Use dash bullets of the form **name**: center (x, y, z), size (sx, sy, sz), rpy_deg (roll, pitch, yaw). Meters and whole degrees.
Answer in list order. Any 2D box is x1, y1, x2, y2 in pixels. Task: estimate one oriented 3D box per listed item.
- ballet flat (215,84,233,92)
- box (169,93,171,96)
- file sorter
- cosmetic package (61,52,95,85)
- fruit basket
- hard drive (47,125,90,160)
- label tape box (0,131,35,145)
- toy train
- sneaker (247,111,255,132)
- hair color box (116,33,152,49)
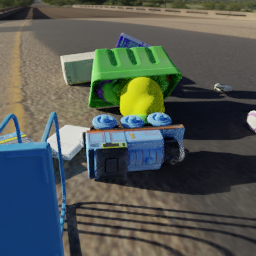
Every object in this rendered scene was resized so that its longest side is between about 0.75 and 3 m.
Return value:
- **ballet flat**: center (3.886, -1.603, 11.425), size (0.765, 0.274, 0.274), rpy_deg (20, 32, 41)
- **box**: center (1.241, -1.637, 11.425), size (0.945, 0.239, 1.322), rpy_deg (1, 27, 4)
- **file sorter**: center (-2.443, 0.908, 4.153), size (2.938, 2.039, 1.802), rpy_deg (-3, 23, -6)
- **cosmetic package**: center (-1.500, -2.839, 12.772), size (2.892, 1.057, 1.497), rpy_deg (-10, 27, -13)
- **fruit basket**: center (0.261, -1.097, 8.945), size (3.103, 2.238, 3.103), rpy_deg (4, 68, -10)
- **hard drive**: center (-1.591, 0.345, 7.376), size (0.956, 0.193, 1.450), rpy_deg (8, 27, 17)
- **label tape box**: center (-2.710, 0.587, 6.605), size (0.967, 0.446, 1.349), rpy_deg (-20, 30, -37)
- **toy train**: center (0.148, 0.385, 6.411), size (2.478, 1.074, 1.416), rpy_deg (-2, 35, -10)
- **sneaker**: center (4.171, -0.024, 7.487), size (1.012, 0.760, 2.031), rpy_deg (-6, 26, -12)
- **hair color box**: center (0.398, -3.120, 10.984), size (1.637, 0.530, 0.895), rpy_deg (22, 24, -6)
